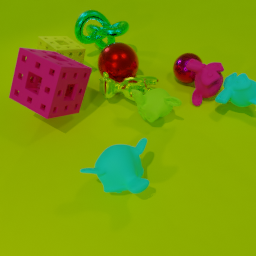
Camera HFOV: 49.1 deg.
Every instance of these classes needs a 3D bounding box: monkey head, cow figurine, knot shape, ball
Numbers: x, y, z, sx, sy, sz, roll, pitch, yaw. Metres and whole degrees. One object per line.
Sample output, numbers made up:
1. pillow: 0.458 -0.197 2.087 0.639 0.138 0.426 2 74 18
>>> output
1. monkey head: 0.633 -0.745 7.269 0.905 1.081 1.502 -43 32 -13
2. monkey head: 2.941 -0.878 7.530 1.103 0.924 1.533 -47 26 -6
3. cow figurine: -0.037 -1.219 8.174 1.466 0.818 1.490 16 23 37
4. knot shape: -0.786 -3.327 9.625 1.731 1.850 0.855 -3 83 19
5. monkey head: -0.088 0.806 5.583 1.567 0.944 1.128 -25 12 -25
6. ball: -0.298 -1.975 8.604 1.274 1.274 1.274 0 43 0
7. ball: 1.875 -1.869 8.736 0.937 0.937 0.937 0 43 0
8. monkey head: 2.203 -1.464 8.192 1.149 0.962 1.597 28 62 13

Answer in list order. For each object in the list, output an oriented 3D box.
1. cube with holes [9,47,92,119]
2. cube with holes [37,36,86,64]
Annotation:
1. cube with holes: -1.918 -1.136 7.021 1.269 1.269 1.269 27 20 19
2. cube with holes: -2.118 -2.170 8.747 1.030 1.030 1.030 -18 47 -43
